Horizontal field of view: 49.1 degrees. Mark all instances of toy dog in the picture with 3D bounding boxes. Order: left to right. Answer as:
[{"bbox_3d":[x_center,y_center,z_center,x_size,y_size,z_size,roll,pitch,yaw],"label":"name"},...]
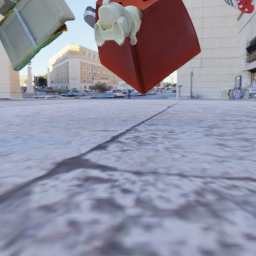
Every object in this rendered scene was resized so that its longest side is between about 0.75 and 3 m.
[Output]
[{"bbox_3d":[-0.161,-2.395,6.285,0.820,1.140,1.176,-4,19,39],"label":"toy dog"}]

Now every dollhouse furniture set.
[{"bbox_3d":[-2.417,-2.999,7.550,1.959,2.990,1.501,-38,-21,18],"label":"dollhouse furniture set"}]

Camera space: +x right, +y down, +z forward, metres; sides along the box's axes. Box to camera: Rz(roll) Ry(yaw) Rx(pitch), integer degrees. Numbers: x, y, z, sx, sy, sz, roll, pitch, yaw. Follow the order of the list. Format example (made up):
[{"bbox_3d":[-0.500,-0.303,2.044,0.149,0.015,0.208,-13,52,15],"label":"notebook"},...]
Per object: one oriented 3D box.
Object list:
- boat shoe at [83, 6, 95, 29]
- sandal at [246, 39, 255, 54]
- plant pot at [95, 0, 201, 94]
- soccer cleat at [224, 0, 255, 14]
[{"bbox_3d":[-1.091,-4.227,11.583,0.699,0.662,1.998,-16,-32,34],"label":"boat shoe"},{"bbox_3d":[3.657,-2.312,6.779,2.351,0.530,0.883,-41,0,-27],"label":"sandal"},{"bbox_3d":[0.463,-3.378,9.504,2.802,2.472,2.805,-37,51,-13],"label":"plant pot"},{"bbox_3d":[3.712,-4.361,9.603,1.424,0.489,0.607,41,10,13],"label":"soccer cleat"}]
